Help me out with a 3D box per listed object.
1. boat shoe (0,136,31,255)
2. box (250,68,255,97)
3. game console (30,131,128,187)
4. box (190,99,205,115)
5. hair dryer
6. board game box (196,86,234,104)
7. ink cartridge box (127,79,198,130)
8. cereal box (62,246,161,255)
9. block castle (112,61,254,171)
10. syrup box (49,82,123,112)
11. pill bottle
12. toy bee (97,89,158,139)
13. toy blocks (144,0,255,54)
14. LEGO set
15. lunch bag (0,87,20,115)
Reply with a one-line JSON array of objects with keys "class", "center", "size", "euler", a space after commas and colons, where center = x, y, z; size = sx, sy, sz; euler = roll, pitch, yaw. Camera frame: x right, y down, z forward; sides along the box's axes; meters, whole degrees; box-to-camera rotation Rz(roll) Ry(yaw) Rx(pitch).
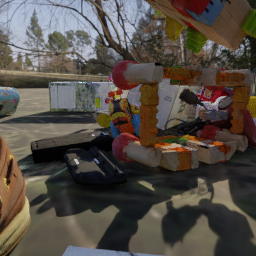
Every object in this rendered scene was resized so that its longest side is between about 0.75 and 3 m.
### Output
[{"class": "boat shoe", "center": [-1.070, 0.559, 1.311], "size": [0.826, 0.775, 2.293], "euler": [-1, 10, -4]}, {"class": "box", "center": [4.269, -0.710, 6.732], "size": [2.474, 1.533, 2.432], "euler": [3, 8, 20]}, {"class": "game console", "center": [-0.681, 0.392, 3.874], "size": [1.223, 0.250, 2.073], "euler": [-8, 13, -19]}, {"class": "box", "center": [2.142, -0.864, 10.811], "size": [1.750, 0.442, 2.448], "euler": [6, 12, 30]}, {"class": "hair dryer", "center": [1.581, -0.103, 5.005], "size": [1.668, 1.271, 0.453], "euler": [21, 57, 8]}, {"class": "board game box", "center": [3.234, -1.058, 10.472], "size": [2.928, 0.570, 2.314], "euler": [20, -2, -1]}, {"class": "ink cartridge box", "center": [0.906, -0.825, 7.356], "size": [1.244, 1.238, 1.712], "euler": [25, 19, 24]}, {"class": "cereal box", "center": [0.535, 0.872, 0.602], "size": [1.951, 0.386, 1.404], "euler": [2, 10, 9]}, {"class": "block castle", "center": [0.790, -0.234, 4.139], "size": [2.120, 1.417, 0.995], "euler": [-5, 10, -33]}, {"class": "syrup box", "center": [-1.581, -1.250, 11.046], "size": [2.810, 1.106, 1.144], "euler": [0, 10, 0]}, {"class": "pill bottle", "center": [2.151, -0.185, 5.468], "size": [1.550, 0.861, 0.861], "euler": [1, 10, 4]}, {"class": "toy bee", "center": [-0.011, -0.266, 5.320], "size": [1.180, 0.980, 1.803], "euler": [-14, 6, -6]}, {"class": "toy blocks", "center": [0.934, -2.300, 4.805], "size": [1.788, 1.307, 2.616], "euler": [16, 22, -48]}, {"class": "LEGO set", "center": [-0.470, -0.537, 7.381], "size": [0.725, 0.896, 1.948], "euler": [4, 44, -14]}, {"class": "lunch bag", "center": [-4.583, -0.911, 9.465], "size": [1.395, 0.999, 1.638], "euler": [-7, 7, -42]}]
